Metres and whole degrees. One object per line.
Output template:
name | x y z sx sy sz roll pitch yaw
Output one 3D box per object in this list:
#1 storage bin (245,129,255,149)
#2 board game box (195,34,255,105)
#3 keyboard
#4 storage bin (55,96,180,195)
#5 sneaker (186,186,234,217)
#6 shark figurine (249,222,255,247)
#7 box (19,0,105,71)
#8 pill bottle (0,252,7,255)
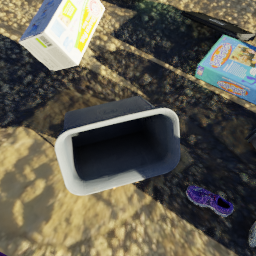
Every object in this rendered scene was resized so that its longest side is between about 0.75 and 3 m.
storage bin | 4.197 0.327 7.593 1.481 1.078 0.995 -19 67 -13
board game box | 3.948 -1.944 9.393 2.703 0.608 2.056 31 60 20
keyboard | 3.471 -3.895 10.675 1.645 0.351 2.739 -17 45 -38
storage bin | -0.333 0.305 7.189 2.806 2.042 1.885 -13 28 -9
sneaker | 2.017 1.703 6.861 1.174 0.490 0.473 22 57 16
shark figurine | 4.191 1.996 6.430 2.706 1.129 1.617 3 88 11
box | -1.630 -2.703 7.251 1.066 1.183 2.104 -2 59 37
pill bottle | -3.211 2.955 5.232 2.986 1.679 1.679 21 57 14
